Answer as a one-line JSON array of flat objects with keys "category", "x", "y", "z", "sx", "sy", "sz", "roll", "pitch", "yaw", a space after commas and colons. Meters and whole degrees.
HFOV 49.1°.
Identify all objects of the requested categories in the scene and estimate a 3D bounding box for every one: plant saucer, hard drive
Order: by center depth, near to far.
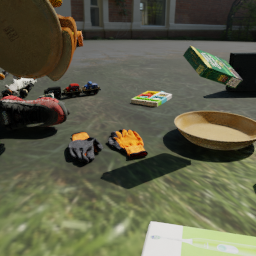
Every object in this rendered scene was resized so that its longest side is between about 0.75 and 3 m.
[{"category": "plant saucer", "x": 2.573, "y": 0.075, "z": 8.091, "sx": 2.471, "sy": 0.438, "sz": 2.471, "roll": 0, "pitch": 21, "yaw": 0}, {"category": "hard drive", "x": 6.001, "y": -2.638, "z": 13.192, "sx": 2.548, "sy": 1.778, "sz": 0.419, "roll": -1, "pitch": 22, "yaw": -3}]

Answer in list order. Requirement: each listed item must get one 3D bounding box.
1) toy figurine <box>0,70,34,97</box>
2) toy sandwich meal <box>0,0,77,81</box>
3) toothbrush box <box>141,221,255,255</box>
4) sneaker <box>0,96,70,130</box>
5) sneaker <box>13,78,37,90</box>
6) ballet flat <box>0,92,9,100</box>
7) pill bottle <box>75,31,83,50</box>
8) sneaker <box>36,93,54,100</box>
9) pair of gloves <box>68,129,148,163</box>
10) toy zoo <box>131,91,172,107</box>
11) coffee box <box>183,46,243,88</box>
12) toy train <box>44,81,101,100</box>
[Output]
[{"category": "toy figurine", "x": -4.978, "y": -2.019, "z": 12.370, "sx": 1.289, "sy": 1.309, "sz": 0.911, "roll": 1, "pitch": 37, "yaw": 11}, {"category": "toy sandwich meal", "x": -2.729, "y": -2.617, "z": 7.453, "sx": 2.943, "sy": 2.943, "sz": 1.008, "roll": 6, "pitch": 34, "yaw": 16}, {"category": "toothbrush box", "x": 1.080, "y": 1.884, "z": 2.860, "sx": 2.004, "sy": 0.863, "sz": 1.459, "roll": 6, "pitch": 23, "yaw": 11}, {"category": "sneaker", "x": -3.168, "y": -0.418, "z": 8.661, "sx": 2.696, "sy": 0.953, "sz": 1.317, "roll": 5, "pitch": 21, "yaw": 19}, {"category": "sneaker", "x": -5.164, "y": -2.325, "z": 13.996, "sx": 0.791, "sy": 0.733, "sz": 1.951, "roll": 8, "pitch": 22, "yaw": -2}, {"category": "ballet flat", "x": -4.922, "y": -1.175, "z": 11.409, "sx": 0.523, "sy": 0.360, "sz": 1.554, "roll": -12, "pitch": 24, "yaw": -28}, {"category": "pill bottle", "x": -2.475, "y": -3.222, "z": 10.430, "sx": 1.573, "sy": 0.836, "sz": 0.836, "roll": -11, "pitch": 23, "yaw": -8}, {"category": "sneaker", "x": -3.437, "y": -1.199, "z": 11.563, "sx": 0.793, "sy": 0.316, "sz": 0.307, "roll": -13, "pitch": 1, "yaw": 13}, {"category": "pair of gloves", "x": -0.594, "y": 0.402, "z": 7.539, "sx": 2.005, "sy": 0.248, "sz": 1.786, "roll": -6, "pitch": 22, "yaw": -13}, {"category": "toy zoo", "x": 1.090, "y": -1.295, "z": 11.957, "sx": 1.196, "sy": 0.187, "sz": 1.823, "roll": 11, "pitch": 24, "yaw": 27}, {"category": "coffee box", "x": 2.155, "y": -1.515, "z": 7.045, "sx": 1.469, "sy": 0.323, "sz": 0.903, "roll": 8, "pitch": 43, "yaw": -35}, {"category": "toy train", "x": -2.413, "y": -1.677, "z": 12.370, "sx": 2.606, "sy": 0.597, "sz": 0.445, "roll": -11, "pitch": 24, "yaw": -27}]
